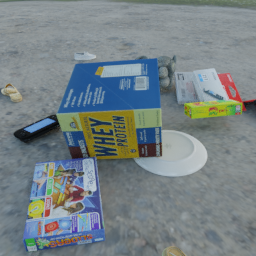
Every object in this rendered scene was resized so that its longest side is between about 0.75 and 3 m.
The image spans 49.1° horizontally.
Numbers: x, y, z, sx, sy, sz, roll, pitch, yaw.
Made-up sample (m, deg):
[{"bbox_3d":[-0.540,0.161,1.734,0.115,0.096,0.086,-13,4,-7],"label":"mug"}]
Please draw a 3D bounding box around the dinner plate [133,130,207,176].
[{"bbox_3d":[1.395,0.690,9.553,2.575,0.312,2.575,-1,32,1],"label":"dinner plate"}]

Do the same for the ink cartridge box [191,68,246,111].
[{"bbox_3d":[3.965,-1.626,12.104,1.891,0.480,2.146,-8,62,-8],"label":"ink cartridge box"}]

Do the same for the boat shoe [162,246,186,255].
[{"bbox_3d":[1.241,3.045,5.571,0.648,0.554,1.769,-13,35,-19],"label":"boat shoe"}]

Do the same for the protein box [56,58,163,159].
[{"bbox_3d":[-0.409,-0.697,9.440,2.970,2.004,2.948,-3,42,6],"label":"protein box"}]

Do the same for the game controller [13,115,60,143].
[{"bbox_3d":[-3.291,-0.039,10.515,0.991,0.400,1.900,25,41,37],"label":"game controller"}]

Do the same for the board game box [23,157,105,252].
[{"bbox_3d":[-1.649,1.856,7.516,1.839,0.468,2.716,-5,33,-8],"label":"board game box"}]

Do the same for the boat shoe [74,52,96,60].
[{"bbox_3d":[-2.710,-4.588,17.671,1.335,0.457,0.481,0,32,0],"label":"boat shoe"}]

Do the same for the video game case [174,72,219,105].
[{"bbox_3d":[3.426,-1.919,13.324,2.293,0.277,2.516,1,41,2],"label":"video game case"}]

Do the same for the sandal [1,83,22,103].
[{"bbox_3d":[-5.491,-1.809,13.168,0.666,0.598,1.817,-23,39,-32],"label":"sandal"}]

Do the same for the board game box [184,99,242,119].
[{"bbox_3d":[3.214,-0.736,10.693,1.903,0.453,0.967,-5,14,-4],"label":"board game box"}]

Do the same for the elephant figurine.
[{"bbox_3d":[0.842,-2.716,13.759,2.659,1.882,2.063,2,0,32],"label":"elephant figurine"}]

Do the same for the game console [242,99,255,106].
[{"bbox_3d":[6.021,-0.804,11.998,1.752,1.040,1.510,-10,3,-16],"label":"game console"}]
